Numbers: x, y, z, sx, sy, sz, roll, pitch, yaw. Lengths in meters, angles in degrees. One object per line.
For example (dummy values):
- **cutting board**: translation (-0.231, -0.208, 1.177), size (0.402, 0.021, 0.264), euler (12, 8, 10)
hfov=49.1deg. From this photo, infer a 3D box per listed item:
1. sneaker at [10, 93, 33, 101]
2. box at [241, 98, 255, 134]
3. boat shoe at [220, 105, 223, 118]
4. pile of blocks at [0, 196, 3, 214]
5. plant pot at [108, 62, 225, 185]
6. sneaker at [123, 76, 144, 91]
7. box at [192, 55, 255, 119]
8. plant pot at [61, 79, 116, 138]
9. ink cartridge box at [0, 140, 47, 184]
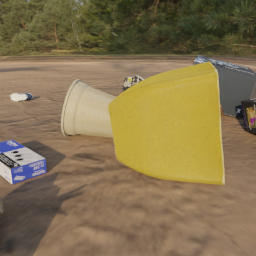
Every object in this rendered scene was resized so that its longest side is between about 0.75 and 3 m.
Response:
- **sneaker**: translation (-4.405, -1.297, 11.730), size (0.828, 0.334, 0.606), euler (1, 9, 16)
- **box**: translation (3.643, -0.328, 6.930), size (1.018, 0.883, 1.665), euler (-11, 8, 2)
- **boat shoe**: translation (1.731, -0.293, 7.898), size (2.544, 0.916, 0.859), euler (-1, 49, -29)
- **pile of blocks**: translation (-1.913, 1.335, 2.922), size (0.637, 0.842, 2.051), euler (-18, 9, -3)
- **plant pot**: translation (0.750, -0.124, 5.624), size (2.014, 1.969, 1.956), euler (-6, 16, 14)
- **sneaker**: translation (0.554, -1.919, 12.754), size (0.964, 0.938, 2.419), euler (3, 16, -20)
- **box**: translation (3.231, -1.603, 10.102), size (2.049, 1.478, 2.761), euler (17, 22, 10)
- **plant pot**: translation (-0.783, -0.359, 7.234), size (1.391, 1.519, 1.519), euler (14, 19, 5)
- **ink cartridge box**: translation (-2.317, 0.632, 5.613), size (0.696, 0.327, 1.480), euler (-15, 23, -42)
